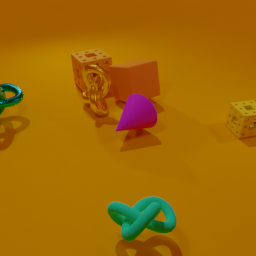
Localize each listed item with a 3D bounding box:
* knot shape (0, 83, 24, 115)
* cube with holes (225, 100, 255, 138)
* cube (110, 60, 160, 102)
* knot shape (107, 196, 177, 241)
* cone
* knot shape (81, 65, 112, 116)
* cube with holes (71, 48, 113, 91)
[{"bbox_3d":[-4.019,-0.720,8.429,1.742,0.805,1.630,-38,20,-9],"label":"knot shape"},{"bbox_3d":[3.552,-0.274,8.441,0.782,0.782,0.782,-8,35,-12],"label":"cube with holes"},{"bbox_3d":[0.244,-1.654,9.745,1.212,1.212,1.212,-20,23,-29],"label":"cube"},{"bbox_3d":[0.236,1.591,4.957,1.278,0.591,1.196,-4,-7,3],"label":"knot shape"},{"bbox_3d":[0.038,-0.209,8.050,1.160,1.160,1.164,26,48,32],"label":"cone"},{"bbox_3d":[-1.053,-1.346,9.195,0.762,1.544,1.650,-8,44,-22],"label":"knot shape"},{"bbox_3d":[-1.387,-2.240,10.832,1.190,1.190,1.190,-17,37,-22],"label":"cube with holes"}]
